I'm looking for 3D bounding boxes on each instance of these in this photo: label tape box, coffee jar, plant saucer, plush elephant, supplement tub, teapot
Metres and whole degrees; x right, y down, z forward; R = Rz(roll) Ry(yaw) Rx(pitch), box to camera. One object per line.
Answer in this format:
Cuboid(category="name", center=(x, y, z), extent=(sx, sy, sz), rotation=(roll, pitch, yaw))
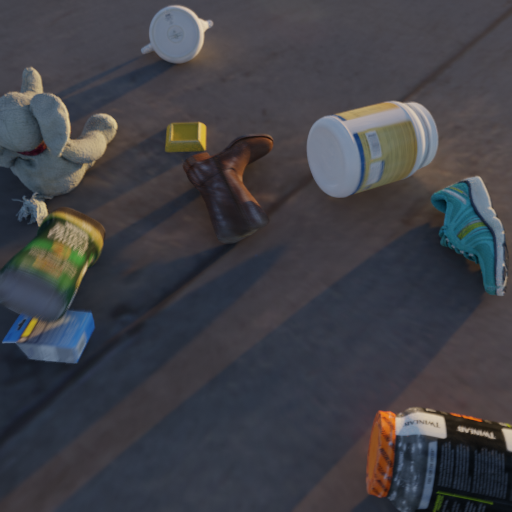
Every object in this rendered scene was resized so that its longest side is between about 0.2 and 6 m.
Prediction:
Cuboid(category="label tape box", center=(-2.757, 1.052, 7.502), extent=(0.961, 0.318, 0.689), rotation=(3, 36, 5))
Cuboid(category="coffee jar", center=(-2.752, 0.051, 7.734), extent=(0.945, 0.773, 1.813), rotation=(26, 29, -12))
Cuboid(category="plant saucer", center=(-1.299, -2.213, 10.278), extent=(0.732, 0.177, 0.732), rotation=(-2, 52, -2))
Cuboid(category="plush elephant", center=(-3.575, -1.991, 8.969), extent=(2.053, 1.930, 2.493), rotation=(0, 51, 0))
Cuboid(category="supplement tub", center=(1.858, -1.744, 9.000), extent=(1.778, 1.286, 1.286), rotation=(-18, 53, -21))
Cuboid(category="teapot", center=(-1.672, -4.602, 11.757), extent=(1.204, 1.188, 0.879), rotation=(21, 14, -9))
Cuboid(category="supplement tub", center=(2.190, 2.305, 6.062), extent=(1.853, 1.135, 1.135), rotation=(10, 52, 6))

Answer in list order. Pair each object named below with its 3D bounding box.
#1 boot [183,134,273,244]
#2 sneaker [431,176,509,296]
Cuboid(category="boot", center=(-0.128, -1.094, 9.145), extent=(1.721, 0.593, 1.846), rotation=(-23, 56, -12))
Cuboid(category="sneaker", center=(3.247, -0.262, 8.476), extent=(0.876, 0.853, 2.200), rotation=(-15, 45, 13))
